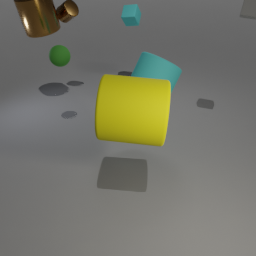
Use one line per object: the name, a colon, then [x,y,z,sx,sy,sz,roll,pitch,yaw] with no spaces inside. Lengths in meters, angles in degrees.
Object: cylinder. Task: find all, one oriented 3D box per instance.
cylinder: [-3.509,-4.456,10.933,1.400,1.400,1.400,-7,38,5]
cylinder: [-2.526,-4.847,11.649,0.700,0.700,0.700,-11,15,45]
cylinder: [0.785,-1.486,8.930,1.400,1.400,1.400,25,8,-4]
cylinder: [0.111,-0.372,5.930,1.400,1.400,1.400,6,30,3]

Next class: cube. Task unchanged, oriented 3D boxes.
cube: [0.161,-5.399,13.437,0.700,0.700,0.700,5,-15,22]
cube: [4.000,-3.860,8.882,0.700,0.700,0.700,16,20,15]

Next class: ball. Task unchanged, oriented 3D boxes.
ball: [-2.259,-2.384,9.268,0.700,0.700,0.700,0,29,0]
